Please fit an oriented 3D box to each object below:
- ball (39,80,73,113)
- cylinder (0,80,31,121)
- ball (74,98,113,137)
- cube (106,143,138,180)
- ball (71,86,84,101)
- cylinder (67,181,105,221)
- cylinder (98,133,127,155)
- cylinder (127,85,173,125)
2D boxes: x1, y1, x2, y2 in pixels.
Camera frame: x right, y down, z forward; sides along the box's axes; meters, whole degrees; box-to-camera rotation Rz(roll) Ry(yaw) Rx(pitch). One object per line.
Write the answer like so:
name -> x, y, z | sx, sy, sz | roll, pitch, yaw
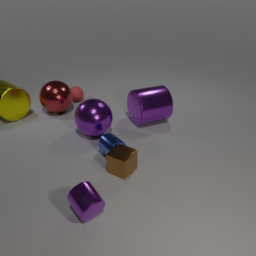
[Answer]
ball -> -3.063, -1.328, 11.961 | 1.400, 1.400, 1.400 | 0, 30, 0
cylinder -> -5.006, -1.162, 11.607 | 1.400, 1.400, 1.400 | 25, 38, 36
ball -> -1.257, -0.386, 10.279 | 1.400, 1.400, 1.400 | 0, 30, 0
cube -> -0.177, 1.011, 8.540 | 0.700, 0.700, 0.700 | 18, 35, 28
ball -> -2.419, -1.595, 13.084 | 0.700, 0.700, 0.700 | 0, 30, 0
cylinder -> -1.032, 1.800, 6.911 | 0.700, 0.700, 0.700 | -22, 53, -33
cylinder -> -0.511, 0.614, 9.236 | 0.700, 0.700, 0.700 | -20, 36, -30
cylinder -> 0.858, -0.920, 11.185 | 1.400, 1.400, 1.400 | -12, 32, -21
